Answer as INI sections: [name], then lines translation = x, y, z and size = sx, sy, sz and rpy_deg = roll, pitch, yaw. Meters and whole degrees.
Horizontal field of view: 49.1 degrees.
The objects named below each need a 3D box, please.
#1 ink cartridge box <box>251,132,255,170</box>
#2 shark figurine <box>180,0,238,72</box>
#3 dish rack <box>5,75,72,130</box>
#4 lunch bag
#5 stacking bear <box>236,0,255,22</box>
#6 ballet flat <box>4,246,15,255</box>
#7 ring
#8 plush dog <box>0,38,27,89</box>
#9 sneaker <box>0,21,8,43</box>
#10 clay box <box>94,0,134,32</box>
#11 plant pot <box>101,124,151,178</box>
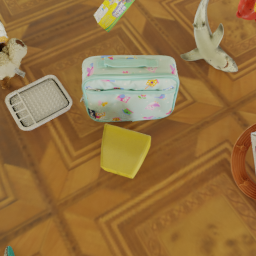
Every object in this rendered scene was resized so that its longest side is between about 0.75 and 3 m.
[ink cartridge box]
translation = 3.892, 1.285, 6.832
size = 1.362, 0.533, 2.876
rpy_deg = -17, 104, -8
[shark figurine]
translation = 2.704, -3.345, 9.306
size = 1.798, 3.009, 1.256
rpy_deg = 1, 18, 32
[dish rack]
translation = -2.684, -0.740, 8.560
size = 1.719, 0.374, 1.475
rpy_deg = -31, 67, -14
[lunch bag]
translation = 0.001, -1.060, 7.727
size = 2.660, 2.133, 1.025
rpy_deg = -3, 63, -3
[stacking bear]
translation = 3.796, -3.037, 7.342
size = 1.833, 1.113, 1.042
rpy_deg = 13, 25, -5
[ballet flat]
translation = -2.770, 3.280, 6.607
size = 0.349, 0.315, 0.928
rpy_deg = -35, 71, -4
[ring]
translation = 3.746, 0.870, 7.226
size = 2.203, 0.211, 2.203
rpy_deg = 0, 95, -3
[plush dog]
translation = -4.313, -2.154, 8.952
size = 1.555, 1.453, 1.811
rpy_deg = 27, 37, 28
[sneaker]
translation = -4.702, -3.367, 9.124
size = 2.351, 1.036, 0.885
rpy_deg = 17, 37, 36
[clay box]
translation = -0.187, -3.686, 7.918
size = 1.856, 0.442, 1.066
rpy_deg = -45, 33, 17
[plant pot]
translation = -0.121, 0.692, 7.459
size = 1.218, 1.218, 1.074
rpy_deg = 15, 76, 7
